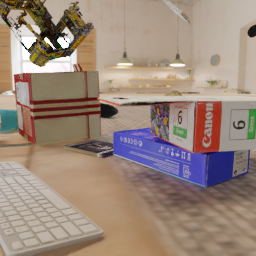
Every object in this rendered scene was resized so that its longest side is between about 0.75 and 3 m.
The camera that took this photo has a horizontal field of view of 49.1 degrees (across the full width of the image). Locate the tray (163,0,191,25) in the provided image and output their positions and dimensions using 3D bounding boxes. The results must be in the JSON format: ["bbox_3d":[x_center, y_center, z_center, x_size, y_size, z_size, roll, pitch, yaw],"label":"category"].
[{"bbox_3d":[1.691,-4.008,9.589,0.667,0.138,1.243,21,29,-43],"label":"tray"}]

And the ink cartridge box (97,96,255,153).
[{"bbox_3d":[1.051,-0.120,4.258,2.829,0.712,1.541,-2,9,-16],"label":"ink cartridge box"}]

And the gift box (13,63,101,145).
[{"bbox_3d":[-1.821,-0.722,7.427,1.955,1.932,2.094,-7,17,-32],"label":"gift box"}]

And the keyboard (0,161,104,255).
[{"bbox_3d":[-1.395,0.772,3.446,0.826,0.156,2.933,-6,11,-36],"label":"keyboard"}]

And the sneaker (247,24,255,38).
[{"bbox_3d":[4.599,-3.559,9.611,0.515,0.388,1.101,-25,-19,-25],"label":"sneaker"}]

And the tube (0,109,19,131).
[{"bbox_3d":[-2.969,-0.272,9.034,1.000,0.651,2.582,13,11,42],"label":"tube"}]

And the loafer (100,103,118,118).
[{"bbox_3d":[-1.380,-0.810,12.304,2.048,0.745,0.740,16,8,29],"label":"loafer"}]

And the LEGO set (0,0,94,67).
[{"bbox_3d":[-1.917,-2.683,6.580,1.336,2.306,1.773,-38,-9,33],"label":"LEGO set"}]

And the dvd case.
[{"bbox_3d":[-0.661,0.425,5.934,1.137,0.091,0.845,7,11,39],"label":"dvd case"}]

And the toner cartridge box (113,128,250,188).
[{"bbox_3d":[0.785,0.388,4.851,1.063,0.483,2.238,-5,10,-36],"label":"toner cartridge box"}]

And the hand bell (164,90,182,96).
[{"bbox_3d":[2.453,-0.836,12.271,1.161,1.161,2.229,-3,22,-20],"label":"hand bell"}]

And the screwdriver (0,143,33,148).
[{"bbox_3d":[-3.051,0.435,5.409,2.316,0.337,0.323,2,9,-12],"label":"screwdriver"}]
